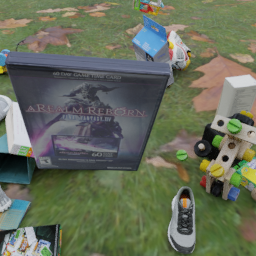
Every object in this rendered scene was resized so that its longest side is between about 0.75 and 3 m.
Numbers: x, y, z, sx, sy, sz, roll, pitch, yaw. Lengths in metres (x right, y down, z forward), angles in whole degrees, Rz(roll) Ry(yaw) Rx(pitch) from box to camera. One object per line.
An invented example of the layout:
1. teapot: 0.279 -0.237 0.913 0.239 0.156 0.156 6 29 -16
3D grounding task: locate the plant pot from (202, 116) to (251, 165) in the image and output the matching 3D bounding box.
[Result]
1. plant pot: 2.574 0.410 7.259 1.001 0.998 0.888 -16 45 -19

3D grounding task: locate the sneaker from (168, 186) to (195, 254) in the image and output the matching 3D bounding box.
1. sneaker: 1.129 1.849 5.778 0.544 0.584 1.473 6 40 5

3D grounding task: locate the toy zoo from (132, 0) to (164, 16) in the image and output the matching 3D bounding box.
1. toy zoo: 0.576 -3.506 7.868 0.898 0.589 0.092 20 56 9

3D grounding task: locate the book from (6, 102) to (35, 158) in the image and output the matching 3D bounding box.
1. book: -1.789 0.266 7.037 2.293 0.551 1.532 16 29 -34

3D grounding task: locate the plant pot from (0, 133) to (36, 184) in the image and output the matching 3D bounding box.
1. plant pot: -2.770 0.614 7.053 0.900 0.899 1.273 6 30 -4

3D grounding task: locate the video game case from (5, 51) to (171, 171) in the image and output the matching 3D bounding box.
1. video game case: -0.532 -0.015 3.900 1.717 2.403 0.228 3 57 -7

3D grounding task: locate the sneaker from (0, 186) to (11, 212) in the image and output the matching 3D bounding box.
1. sneaker: -3.136 1.251 6.215 1.341 0.774 0.503 22 44 28

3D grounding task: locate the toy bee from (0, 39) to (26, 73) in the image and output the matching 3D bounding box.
1. toy bee: -4.661 -2.473 10.931 2.051 1.115 1.342 -9 30 34

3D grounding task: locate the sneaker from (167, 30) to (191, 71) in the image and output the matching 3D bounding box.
1. sneaker: 1.974 -3.163 11.817 1.202 1.139 2.926 24 36 -9

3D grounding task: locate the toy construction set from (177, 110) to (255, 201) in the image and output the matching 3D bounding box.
1. toy construction set: 2.328 0.743 5.846 1.931 1.779 2.316 -38 62 5

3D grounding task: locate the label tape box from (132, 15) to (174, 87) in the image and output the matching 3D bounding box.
1. label tape box: 0.838 -2.684 10.056 0.696 2.198 1.585 -29 45 -9

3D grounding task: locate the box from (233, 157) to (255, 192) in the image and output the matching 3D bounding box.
1. box: 3.237 1.239 6.731 0.834 0.344 1.421 -28 45 -31

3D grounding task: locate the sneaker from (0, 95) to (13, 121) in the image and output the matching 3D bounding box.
1. sneaker: -4.761 -0.609 8.685 2.126 0.798 1.228 9 42 9

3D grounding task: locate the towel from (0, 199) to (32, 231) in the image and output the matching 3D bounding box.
1. towel: -2.769 1.872 6.126 1.085 0.118 0.796 5 38 9

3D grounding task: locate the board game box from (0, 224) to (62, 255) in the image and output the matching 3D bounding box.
1. board game box: -1.897 2.941 4.649 1.431 0.320 2.731 -2 39 -6

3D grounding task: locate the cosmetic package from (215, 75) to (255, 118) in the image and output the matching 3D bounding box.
1. cosmetic package: 3.130 -0.705 8.161 0.804 1.552 0.567 -8 40 -11
